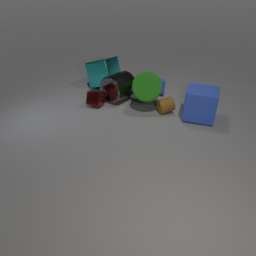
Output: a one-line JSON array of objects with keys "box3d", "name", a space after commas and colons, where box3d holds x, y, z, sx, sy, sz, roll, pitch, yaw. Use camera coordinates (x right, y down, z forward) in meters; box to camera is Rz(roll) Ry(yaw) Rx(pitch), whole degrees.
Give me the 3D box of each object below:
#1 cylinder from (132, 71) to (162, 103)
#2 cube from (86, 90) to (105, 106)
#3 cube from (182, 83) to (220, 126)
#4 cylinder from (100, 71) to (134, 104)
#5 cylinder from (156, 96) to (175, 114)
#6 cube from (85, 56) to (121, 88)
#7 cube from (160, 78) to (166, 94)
[{"box3d": [0.919, -1.951, 13.570, 1.400, 1.400, 1.400, 2, 3, 3], "name": "cylinder"}, {"box3d": [-1.615, -1.505, 14.006, 0.700, 0.700, 0.700, 11, 13, 18], "name": "cube"}, {"box3d": [3.312, -1.107, 12.728, 1.400, 1.400, 1.400, 11, 30, 14], "name": "cube"}, {"box3d": [-0.504, -2.122, 14.511, 1.400, 1.400, 1.400, 23, 37, 34], "name": "cylinder"}, {"box3d": [1.803, -1.096, 13.380, 0.700, 0.700, 0.700, -18, 34, -11], "name": "cylinder"}, {"box3d": [-1.369, -3.188, 15.929, 1.400, 1.400, 1.400, -2, 20, 31], "name": "cube"}, {"box3d": [1.654, -2.306, 15.272, 0.700, 0.700, 0.700, 7, 22, 3], "name": "cube"}]
